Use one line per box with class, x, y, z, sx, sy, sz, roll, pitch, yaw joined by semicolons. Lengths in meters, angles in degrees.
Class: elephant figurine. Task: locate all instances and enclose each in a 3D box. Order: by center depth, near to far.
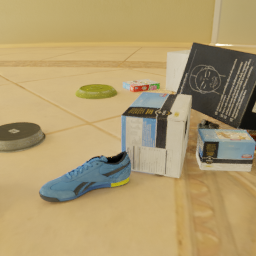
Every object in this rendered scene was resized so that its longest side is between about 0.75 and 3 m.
elephant figurine;2.821;0.136;9.489;0.705;0.643;0.909;-47;42;1

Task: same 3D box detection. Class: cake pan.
cake pan;-3.760;0.250;9.346;1.942;0.356;1.942;0;22;0

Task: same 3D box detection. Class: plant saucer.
plant saucer;-1.708;-2.021;15.109;2.295;0.357;2.295;1;22;0

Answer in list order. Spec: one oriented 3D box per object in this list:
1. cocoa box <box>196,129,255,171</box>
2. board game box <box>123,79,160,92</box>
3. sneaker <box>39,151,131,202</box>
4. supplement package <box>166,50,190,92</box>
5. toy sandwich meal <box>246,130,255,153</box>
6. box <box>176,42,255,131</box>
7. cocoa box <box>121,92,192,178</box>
cocoa box;2.650;0.586;7.748;1.360;0.893;0.907;1;22;4
board game box;0.763;-2.484;16.263;1.740;0.351;1.332;-11;24;-26
sneaker;-0.979;1.055;6.629;2.258;0.885;0.744;-11;26;-23
supplement package;3.454;-3.201;15.675;2.203;2.107;1.620;-17;27;-37
toy sandwich meal;4.246;0.338;8.885;1.524;0.522;1.524;0;22;0
box;3.241;-1.399;9.167;1.538;2.133;2.873;4;20;-36
cocoa box;0.884;0.051;8.055;1.616;1.642;2.462;6;22;15
